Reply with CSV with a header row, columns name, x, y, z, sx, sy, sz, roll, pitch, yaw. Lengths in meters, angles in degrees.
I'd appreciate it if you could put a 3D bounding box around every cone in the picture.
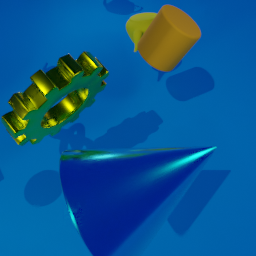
name,x,y,z,sx,sy,sz,roll,pitch,yaw
cone,0.337,0.630,3.460,1.686,1.680,1.680,-28,62,4

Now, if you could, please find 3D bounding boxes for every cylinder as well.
name,x,y,z,sx,sy,sz,roll,pitch,yaw
cylinder,0.857,-1.887,5.958,0.987,0.987,0.987,20,46,-22

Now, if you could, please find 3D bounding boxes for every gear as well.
name,x,y,z,sx,sy,sz,roll,pitch,yaw
gear,-1.163,-0.455,4.746,1.898,1.898,0.351,-39,82,-20

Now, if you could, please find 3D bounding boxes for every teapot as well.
name,x,y,z,sx,sy,sz,roll,pitch,yaw
teapot,0.421,-2.417,7.044,0.962,0.757,1.547,8,39,21
